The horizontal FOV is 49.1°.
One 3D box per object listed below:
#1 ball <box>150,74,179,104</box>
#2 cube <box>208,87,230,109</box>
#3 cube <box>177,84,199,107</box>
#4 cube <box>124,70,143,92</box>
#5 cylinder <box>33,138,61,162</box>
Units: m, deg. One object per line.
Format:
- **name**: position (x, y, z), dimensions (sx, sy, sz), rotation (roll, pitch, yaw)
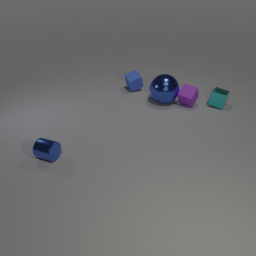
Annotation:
- **ball**: position (1.726, -1.849, 13.265), dimensions (1.400, 1.400, 1.400), rotation (0, 31, 0)
- **cube**: position (4.255, -1.409, 13.081), dimensions (0.700, 0.700, 0.700), rotation (25, 33, 22)
- **cube**: position (2.819, -1.521, 13.095), dimensions (0.700, 0.700, 0.700), rotation (24, 69, 29)
- **cube**: position (0.306, -2.453, 14.556), dimensions (0.700, 0.700, 0.700), rotation (-25, 50, -8)
- **cylinder**: position (-2.791, 0.741, 9.679), dimensions (0.700, 0.700, 0.700), rotation (12, 33, 19)
